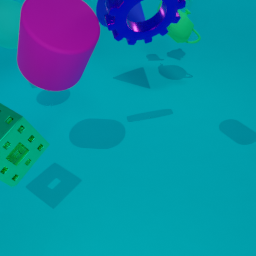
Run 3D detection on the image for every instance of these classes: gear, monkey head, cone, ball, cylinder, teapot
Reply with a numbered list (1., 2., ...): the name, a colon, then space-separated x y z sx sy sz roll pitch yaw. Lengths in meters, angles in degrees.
1. gear: 0.331 -2.317 5.553 1.580 1.580 0.292 -11 66 -14
2. monkey head: 2.150 -4.688 10.877 0.929 1.109 1.542 -33 11 11
3. cone: 0.121 -3.356 8.426 1.572 1.572 1.578 -25 59 -28
4. ball: -3.096 -2.700 7.303 1.219 1.219 1.219 0 38 0
5. cylinder: -1.321 -1.554 5.177 1.314 1.314 1.314 9 65 -21
6. teapot: 1.659 -3.639 9.555 2.075 1.016 1.290 41 20 -9

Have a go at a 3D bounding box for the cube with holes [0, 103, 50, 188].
1. cube with holes: -2.123 0.230 4.653 0.945 0.945 0.945 26 69 26
